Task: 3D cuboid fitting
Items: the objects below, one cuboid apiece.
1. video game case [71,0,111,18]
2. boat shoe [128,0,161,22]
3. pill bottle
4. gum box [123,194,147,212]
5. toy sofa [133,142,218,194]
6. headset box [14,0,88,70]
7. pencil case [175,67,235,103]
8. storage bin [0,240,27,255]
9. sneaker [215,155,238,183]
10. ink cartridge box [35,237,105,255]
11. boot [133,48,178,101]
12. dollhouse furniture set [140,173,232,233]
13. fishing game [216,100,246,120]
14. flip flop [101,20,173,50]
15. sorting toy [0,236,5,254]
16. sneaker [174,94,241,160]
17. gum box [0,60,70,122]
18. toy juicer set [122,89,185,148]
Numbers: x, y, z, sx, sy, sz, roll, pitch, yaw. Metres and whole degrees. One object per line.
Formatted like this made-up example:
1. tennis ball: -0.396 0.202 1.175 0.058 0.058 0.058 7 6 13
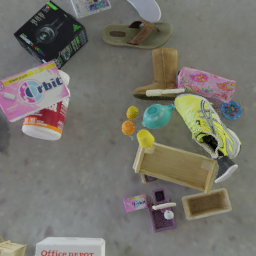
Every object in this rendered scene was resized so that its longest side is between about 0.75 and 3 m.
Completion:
1. video game case: -1.710 -5.655 12.090 1.509 0.196 1.658 -19 75 -5
2. boat shoe: 0.536 -5.308 11.722 2.361 0.668 0.810 46 115 9
3. pill bottle: -2.901 -0.865 10.234 1.362 1.362 2.411 8 74 2
4. gum box: 0.283 2.648 9.876 0.805 0.266 0.457 -13 76 -3
5. toy sofa: 1.601 1.292 9.781 2.696 1.315 1.116 16 92 0
6. headset box: -2.942 -3.645 11.134 1.914 1.020 2.198 41 79 10
7. pencil case: 2.927 -1.645 10.699 2.178 0.952 0.952 16 76 5
8. storage bin: -3.893 4.458 8.803 0.683 1.447 1.457 10 75 1
9. sneaker: 2.989 1.279 8.867 0.401 1.134 0.562 -10 55 -23
10. ink cartridge box: -1.834 5.031 8.756 2.089 1.211 2.885 1 75 0
11. boot: 1.072 -2.112 10.948 1.798 0.679 2.053 3 76 -12
12. dollhouse furniture set: 1.990 2.090 9.127 2.791 1.981 2.211 -11 76 -3
13. fishing game: 3.996 -0.706 10.812 1.123 0.175 0.804 -7 73 -2
14. flip flop: 0.371 -3.887 11.288 2.908 0.837 1.179 2 75 1
15. sorting toy: -4.341 4.332 9.420 1.227 0.164 0.914 38 78 18
16. sneaker: 2.625 -0.139 9.819 1.141 1.126 2.987 -12 52 -41
17. gum box: -3.102 -1.129 8.893 2.129 0.704 1.208 -27 95 -17
18. toy juicer set: 0.667 -0.426 8.422 1.337 0.572 2.102 22 67 40
